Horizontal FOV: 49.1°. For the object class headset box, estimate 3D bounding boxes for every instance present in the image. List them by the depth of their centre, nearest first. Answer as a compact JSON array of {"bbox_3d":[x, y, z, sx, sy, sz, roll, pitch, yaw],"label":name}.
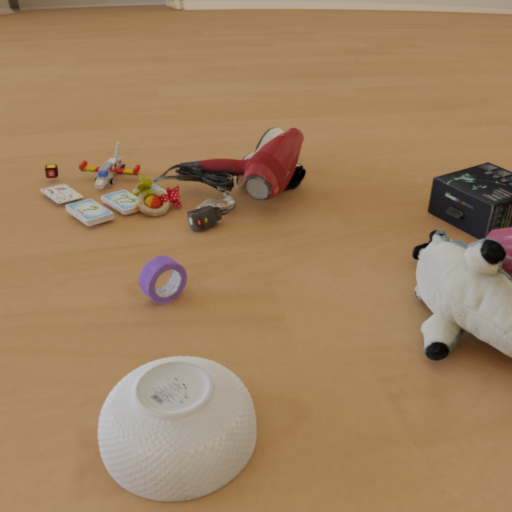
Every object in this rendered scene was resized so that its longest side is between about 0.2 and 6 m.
[{"bbox_3d":[4.714,-1.143,11.570,1.817,0.843,1.582,-17,35,-26],"label":"headset box"}]

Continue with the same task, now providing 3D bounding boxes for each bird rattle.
[{"bbox_3d":[-2.153,-1.174,12.049,1.078,0.608,0.879,24,51,-10],"label":"bird rattle"}]

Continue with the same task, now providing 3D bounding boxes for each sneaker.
[{"bbox_3d":[0.616,-2.211,13.551,1.419,0.931,2.467,19,43,14],"label":"sneaker"}]

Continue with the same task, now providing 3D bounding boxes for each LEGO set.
[{"bbox_3d":[-3.570,-1.756,12.766,2.299,0.755,3.078,-22,38,-37],"label":"LEGO set"}]

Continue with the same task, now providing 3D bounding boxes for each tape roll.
[{"bbox_3d":[-1.511,0.388,9.097,0.738,0.738,0.314,-24,39,-34],"label":"tape roll"}]

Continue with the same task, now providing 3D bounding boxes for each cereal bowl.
[{"bbox_3d":[-0.931,1.835,6.625,1.916,0.798,1.916,1,31,0],"label":"cereal bowl"}]

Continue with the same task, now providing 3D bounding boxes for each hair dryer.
[{"bbox_3d":[-0.401,-2.020,12.231,3.486,0.947,2.655,-23,45,-15],"label":"hair dryer"}]

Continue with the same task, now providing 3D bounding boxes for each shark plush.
[{"bbox_3d":[3.373,0.604,8.952,1.691,1.844,4.060,19,9,-7],"label":"shark plush"}]

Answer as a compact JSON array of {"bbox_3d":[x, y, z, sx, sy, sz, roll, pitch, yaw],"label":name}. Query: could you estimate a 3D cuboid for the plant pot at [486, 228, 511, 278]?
[{"bbox_3d":[4.548,-0.058,9.635,1.120,1.120,1.002,-26,24,-36],"label":"plant pot"}]
